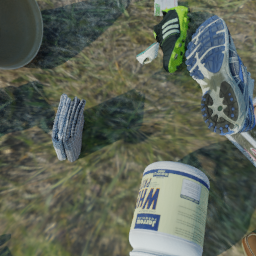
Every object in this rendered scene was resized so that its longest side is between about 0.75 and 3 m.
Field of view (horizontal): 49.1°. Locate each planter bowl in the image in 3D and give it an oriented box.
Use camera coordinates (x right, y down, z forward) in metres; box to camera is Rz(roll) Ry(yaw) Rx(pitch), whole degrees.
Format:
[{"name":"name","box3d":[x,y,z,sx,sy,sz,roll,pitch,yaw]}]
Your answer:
[{"name":"planter bowl","box3d":[-4.457,-3.272,8.778,1.955,2.906,2.906,6,57,34]}]

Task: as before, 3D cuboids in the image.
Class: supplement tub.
[{"name":"supplement tub","box3d":[0.919,2.024,6.252,1.586,1.586,2.188,12,61,7]}]

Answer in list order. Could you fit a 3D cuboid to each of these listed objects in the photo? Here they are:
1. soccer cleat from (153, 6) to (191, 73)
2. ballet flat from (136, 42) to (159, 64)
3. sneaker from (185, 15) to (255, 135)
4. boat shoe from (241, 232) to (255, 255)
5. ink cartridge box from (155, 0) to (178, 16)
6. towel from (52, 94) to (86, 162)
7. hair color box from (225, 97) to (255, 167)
[{"name":"soccer cleat","box3d":[1.400,-3.018,9.559,1.192,0.993,2.941,3,58,22]},{"name":"ballet flat","box3d":[0.403,-1.357,5.173,0.261,0.753,0.261,2,85,-22]},{"name":"sneaker","box3d":[1.771,-0.943,5.188,1.004,0.908,2.357,10,67,-36]},{"name":"boat shoe","box3d":[3.336,3.160,6.132,0.710,0.693,1.877,-29,65,-15]},{"name":"ink cartridge box","box3d":[1.444,-4.601,10.670,0.848,0.371,0.616,1,61,2]},{"name":"towel","box3d":[-1.530,0.017,7.584,0.647,1.252,1.511,7,62,1]},{"name":"hair color box","box3d":[4.325,-0.351,7.976,2.997,0.908,1.483,-32,66,-16]}]
